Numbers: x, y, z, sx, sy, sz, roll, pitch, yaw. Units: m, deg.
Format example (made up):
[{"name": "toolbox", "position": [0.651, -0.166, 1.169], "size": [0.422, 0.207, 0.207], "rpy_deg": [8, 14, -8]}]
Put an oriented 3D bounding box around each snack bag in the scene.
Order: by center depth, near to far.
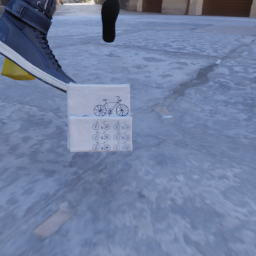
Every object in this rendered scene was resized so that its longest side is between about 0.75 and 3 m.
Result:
[{"name": "snack bag", "position": [-0.471, -0.179, 4.756], "size": [1.125, 1.193, 0.128], "rpy_deg": [0, 8, -4]}]

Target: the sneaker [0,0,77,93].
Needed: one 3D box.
[{"name": "sneaker", "position": [-1.667, -1.816, 5.773], "size": [2.206, 1.594, 0.839], "rpy_deg": [35, -1, -3]}]

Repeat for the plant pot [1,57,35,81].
[{"name": "plant pot", "position": [-3.356, -1.941, 8.894], "size": [0.768, 0.870, 0.870], "rpy_deg": [14, 0, 7]}]

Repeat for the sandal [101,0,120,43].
[{"name": "sandal", "position": [-0.819, -4.808, 12.379], "size": [0.789, 2.100, 0.503], "rpy_deg": [10, 47, -5]}]
